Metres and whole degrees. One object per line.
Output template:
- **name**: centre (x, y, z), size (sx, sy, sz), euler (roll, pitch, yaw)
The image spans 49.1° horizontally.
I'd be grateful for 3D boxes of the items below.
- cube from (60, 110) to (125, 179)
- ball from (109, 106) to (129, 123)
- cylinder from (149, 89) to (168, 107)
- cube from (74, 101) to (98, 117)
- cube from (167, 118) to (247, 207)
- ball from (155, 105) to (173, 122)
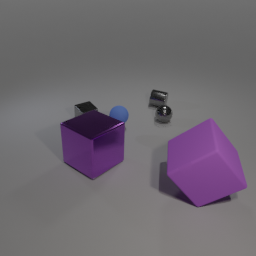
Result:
- **cube**: centre (-1.068, 0.448, 8.656), size (1.400, 1.400, 1.400), euler (23, 34, 35)
- **ball**: centre (-0.325, -0.462, 10.128), size (0.700, 0.700, 0.700), euler (0, 29, 0)
- **cylinder**: centre (1.377, -1.315, 12.517), size (0.700, 0.700, 0.700), euler (15, 32, 15)
- **cube**: centre (-1.658, -0.545, 11.120), size (0.700, 0.700, 0.700), euler (-19, 42, -30)
- **cube**: centre (1.977, 0.892, 7.248), size (1.400, 1.400, 1.400), euler (-32, 24, 27)
- **ball**: centre (1.441, -0.573, 11.239), size (0.700, 0.700, 0.700), euler (0, 29, 0)
